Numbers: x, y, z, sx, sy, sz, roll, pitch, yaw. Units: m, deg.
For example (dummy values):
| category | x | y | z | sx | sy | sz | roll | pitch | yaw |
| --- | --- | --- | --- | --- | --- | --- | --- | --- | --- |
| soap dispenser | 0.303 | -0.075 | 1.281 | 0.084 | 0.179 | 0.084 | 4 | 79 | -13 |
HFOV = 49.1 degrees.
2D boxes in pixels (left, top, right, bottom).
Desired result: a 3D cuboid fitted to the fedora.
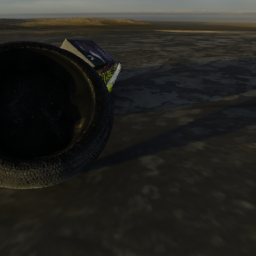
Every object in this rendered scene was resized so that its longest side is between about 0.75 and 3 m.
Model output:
| category | x | y | z | sx | sy | sz | roll | pitch | yaw |
| --- | --- | --- | --- | --- | --- | --- | --- | --- | --- |
| fedora | -1.675 | -0.131 | 4.847 | 2.970 | 1.357 | 2.970 | 10 | 50 | -13 |

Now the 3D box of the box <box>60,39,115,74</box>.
| category | x | y | z | sx | sy | sz | roll | pitch | yaw |
| --- | --- | --- | --- | --- | --- | --- | --- | --- | --- |
| box | -1.572 | -2.318 | 10.109 | 1.333 | 1.157 | 2.181 | 42 | 22 | 1 |

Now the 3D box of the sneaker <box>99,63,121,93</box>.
| category | x | y | z | sx | sy | sz | roll | pitch | yaw |
| --- | --- | --- | --- | --- | --- | --- | --- | --- | --- |
| sneaker | -0.713 | -1.642 | 9.213 | 0.633 | 0.557 | 1.497 | 26 | 63 | -5 |
